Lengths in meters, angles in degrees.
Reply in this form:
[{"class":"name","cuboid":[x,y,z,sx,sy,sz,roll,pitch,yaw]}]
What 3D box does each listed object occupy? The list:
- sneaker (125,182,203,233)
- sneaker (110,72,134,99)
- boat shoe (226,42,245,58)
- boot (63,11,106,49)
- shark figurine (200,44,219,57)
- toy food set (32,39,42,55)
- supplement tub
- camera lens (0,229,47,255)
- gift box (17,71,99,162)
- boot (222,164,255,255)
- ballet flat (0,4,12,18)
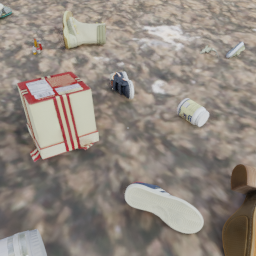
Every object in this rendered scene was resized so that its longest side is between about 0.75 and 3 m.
[{"class":"sneaker","cuboid":[0.868,1.776,6.640,1.907,0.715,0.806,28,7,5]},{"class":"sneaker","cuboid":[-0.243,-1.507,10.031,0.653,0.645,1.645,-6,33,-13]},{"class":"boat shoe","cuboid":[4.690,-3.314,12.092,1.149,0.414,0.357,-40,100,-21]},{"class":"boot","cuboid":[-2.021,-4.660,13.103,1.980,0.923,2.560,-7,50,-6]},{"class":"shark figurine","cuboid":[3.621,-3.327,12.188,0.833,0.348,0.498,21,81,30]},{"class":"toy food set","cuboid":[-4.042,-3.615,12.408,0.389,0.367,0.816,-2,44,-2]},{"class":"supplement tub","cuboid":[2.080,-0.495,8.970,0.632,0.632,0.872,-30,51,-28]},{"class":"camera lens","cuboid":[-2.280,2.681,5.300,1.408,1.126,1.126,-17,46,-18]},{"class":"gift box","cuboid":[-1.943,-0.242,7.738,1.878,1.900,2.035,-16,35,-18]},{"class":"boot","cuboid":[3.149,2.116,6.118,1.889,0.900,2.442,20,70,-15]},{"class":"ballet flat","cuboid":[-7.022,-5.958,14.411,1.007,1.007,2.799,14,45,14]}]
